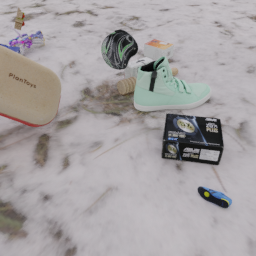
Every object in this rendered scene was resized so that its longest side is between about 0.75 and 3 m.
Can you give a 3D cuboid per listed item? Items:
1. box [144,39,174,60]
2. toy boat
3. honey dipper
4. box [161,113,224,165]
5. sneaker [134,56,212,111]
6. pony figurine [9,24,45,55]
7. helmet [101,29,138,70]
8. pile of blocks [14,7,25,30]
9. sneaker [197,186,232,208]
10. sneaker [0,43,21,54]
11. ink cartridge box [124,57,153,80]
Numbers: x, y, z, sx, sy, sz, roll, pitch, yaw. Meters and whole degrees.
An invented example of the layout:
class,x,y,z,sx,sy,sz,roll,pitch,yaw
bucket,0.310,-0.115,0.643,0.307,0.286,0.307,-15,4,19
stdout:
class,x,y,z,sx,sy,sz,roll,pitch,yaw
box,1.357,-3.448,12.408,1.071,0.569,0.815,26,45,29
toy boat,-3.306,-0.993,7.601,2.726,1.782,1.779,24,58,-34
honey dipper,0.861,-1.849,10.456,2.748,0.522,0.522,-21,43,-28
box,1.724,0.270,7.600,1.524,0.656,1.248,7,38,9
sneaker,1.567,-1.494,9.062,2.766,1.631,1.018,-10,38,-14
pony figurine,-4.661,-3.980,12.757,1.628,1.356,1.572,-17,9,-16
helmet,-0.324,-2.445,8.901,1.112,1.112,1.060,30,73,33
pile of blocks,-3.153,-3.188,8.235,0.273,0.879,0.361,11,71,-25
sneaker,1.967,1.535,6.358,0.785,0.259,0.308,24,28,30
sneaker,-5.756,-3.393,11.785,2.171,1.254,0.877,-8,40,-10
ink cartridge box,0.416,-2.134,10.564,1.076,0.776,0.451,-23,44,-27
